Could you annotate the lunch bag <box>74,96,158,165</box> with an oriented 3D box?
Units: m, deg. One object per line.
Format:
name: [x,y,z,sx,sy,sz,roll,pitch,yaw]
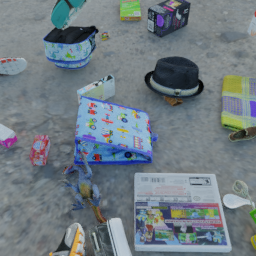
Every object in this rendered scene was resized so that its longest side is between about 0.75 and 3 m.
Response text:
lunch bag: [-0.314,0.127,8.924,2.606,1.226,1.962,5,44,-7]

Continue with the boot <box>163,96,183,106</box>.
boot: [1.870,-1.216,10.540,0.997,0.367,0.771,-27,52,-7]

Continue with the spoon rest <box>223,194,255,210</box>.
spoon rest: [3.058,2.050,7.703,0.859,0.260,0.427,9,49,7]

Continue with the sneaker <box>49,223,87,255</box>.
sneaker: [-1.671,3.418,5.945,1.129,1.144,2.923,7,50,12]

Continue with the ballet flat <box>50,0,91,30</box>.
ballet flat: [-1.528,-3.749,8.052,0.907,2.529,0.907,7,77,-33]

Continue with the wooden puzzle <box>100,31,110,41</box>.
wooden puzzle: [-1.112,-4.504,13.622,0.515,0.089,0.763,-11,49,-9]

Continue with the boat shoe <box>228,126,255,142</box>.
boat shoe: [3.842,0.195,9.140,1.057,0.391,0.390,-20,76,-2]

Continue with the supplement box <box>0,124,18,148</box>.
supplement box: [-4.143,0.214,9.204,0.876,0.443,0.453,24,53,20]

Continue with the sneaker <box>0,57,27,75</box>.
sneaker: [-5.230,-2.654,11.572,1.996,0.769,0.817,-12,43,-12]

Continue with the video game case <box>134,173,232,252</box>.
video game case: [1.358,2.200,7.569,2.371,0.273,2.161,1,48,0]

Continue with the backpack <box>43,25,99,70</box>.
backpack: [-2.365,-3.266,11.478,1.895,1.522,2.071,8,35,10]

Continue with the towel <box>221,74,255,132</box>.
towel: [4.515,-0.917,10.277,2.134,0.338,2.972,13,50,10]

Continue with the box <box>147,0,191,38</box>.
box: [1.987,-5.455,13.719,1.948,1.191,1.033,-32,56,-25]

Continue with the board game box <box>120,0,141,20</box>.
board game box: [0.112,-6.543,15.282,1.085,0.340,2.271,-1,51,-2]

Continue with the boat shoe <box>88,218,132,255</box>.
boat shoe: [-0.275,3.404,6.159,1.002,1.018,2.825,-19,41,-3]

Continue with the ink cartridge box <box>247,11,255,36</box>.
ink cartridge box: [2.922,-2.381,5.871,0.651,0.803,0.201,-31,70,-6]

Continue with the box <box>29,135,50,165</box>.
box: [-2.750,0.693,8.778,0.424,0.443,0.889,0,48,0]

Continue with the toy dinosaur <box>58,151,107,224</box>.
toy dinosaur: [-1.308,1.712,7.858,1.020,1.942,1.762,-25,17,-5]

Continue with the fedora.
fedora: [1.810,-2.057,10.602,2.327,1.063,2.327,5,39,-4]

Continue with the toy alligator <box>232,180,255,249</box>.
toy alligator: [3.557,2.616,6.905,0.798,0.872,2.942,23,35,-36]

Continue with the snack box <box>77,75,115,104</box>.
snack box: [-1.141,-1.291,10.264,1.462,0.849,0.271,-31,56,-25]
